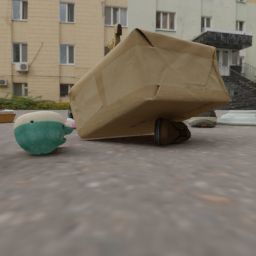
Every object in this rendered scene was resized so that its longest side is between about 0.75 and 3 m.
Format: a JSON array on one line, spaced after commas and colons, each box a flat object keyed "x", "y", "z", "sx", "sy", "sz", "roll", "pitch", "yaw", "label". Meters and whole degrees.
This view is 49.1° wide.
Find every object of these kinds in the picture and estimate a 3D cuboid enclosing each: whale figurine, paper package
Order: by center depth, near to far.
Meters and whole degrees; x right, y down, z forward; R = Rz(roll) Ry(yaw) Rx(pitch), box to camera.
[{"x": -1.235, "y": 0.161, "z": 4.191, "sx": 0.869, "sy": 0.567, "sz": 1.092, "roll": -10, "pitch": -19, "yaw": -3, "label": "whale figurine"}, {"x": 0.367, "y": -0.681, "z": 5.580, "sx": 2.231, "sy": 1.211, "sz": 2.341, "roll": -3, "pitch": -15, "yaw": -38, "label": "paper package"}]

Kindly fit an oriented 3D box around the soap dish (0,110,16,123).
[{"x": -5.442, "y": -0.492, "z": 11.752, "sx": 1.011, "sy": 0.522, "sz": 1.285, "roll": -4, "pitch": 7, "yaw": -43, "label": "soap dish"}]

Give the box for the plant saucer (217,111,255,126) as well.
[{"x": 4.406, "y": -0.395, "z": 10.590, "sx": 2.079, "sy": 0.522, "sz": 2.079, "roll": 1, "pitch": 5, "yaw": 0, "label": "plant saucer"}]

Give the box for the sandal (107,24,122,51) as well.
[{"x": -0.661, "y": -3.847, "z": 12.765, "sx": 0.574, "sy": 1.747, "sz": 0.640, "roll": 4, "pitch": -2, "yaw": 30, "label": "sandal"}]

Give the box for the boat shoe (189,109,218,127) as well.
[{"x": 2.735, "y": -0.635, "z": 10.100, "sx": 1.072, "sy": 1.055, "sz": 2.878, "roll": 1, "pitch": 5, "yaw": 10, "label": "boat shoe"}]

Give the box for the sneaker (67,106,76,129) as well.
[{"x": -0.887, "y": -0.461, "z": 8.873, "sx": 2.121, "sy": 0.916, "sz": 0.852, "roll": -2, "pitch": 6, "yaw": -29, "label": "sneaker"}]

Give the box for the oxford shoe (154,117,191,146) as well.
[{"x": 0.826, "y": 0.049, "z": 5.062, "sx": 0.573, "sy": 0.493, "sz": 1.357, "roll": 2, "pitch": 5, "yaw": 24, "label": "oxford shoe"}]
